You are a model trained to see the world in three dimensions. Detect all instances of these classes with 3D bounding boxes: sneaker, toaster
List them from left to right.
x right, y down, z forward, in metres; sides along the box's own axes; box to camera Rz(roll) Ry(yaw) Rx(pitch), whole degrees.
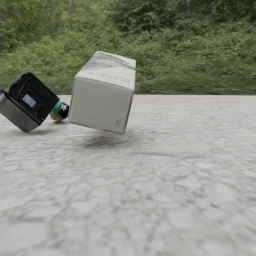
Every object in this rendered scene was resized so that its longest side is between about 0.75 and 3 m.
[{"bbox_3d":[-2.566,-0.688,7.095,0.773,1.302,1.178,-30,27,36],"label":"toaster"},{"bbox_3d":[-2.170,-0.488,9.215,0.641,0.572,1.603,22,-11,0],"label":"sneaker"}]

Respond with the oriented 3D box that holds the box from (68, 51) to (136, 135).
[{"bbox_3d":[-0.446,-0.935,6.253,1.150,0.957,2.799,12,23,-5],"label":"box"}]
